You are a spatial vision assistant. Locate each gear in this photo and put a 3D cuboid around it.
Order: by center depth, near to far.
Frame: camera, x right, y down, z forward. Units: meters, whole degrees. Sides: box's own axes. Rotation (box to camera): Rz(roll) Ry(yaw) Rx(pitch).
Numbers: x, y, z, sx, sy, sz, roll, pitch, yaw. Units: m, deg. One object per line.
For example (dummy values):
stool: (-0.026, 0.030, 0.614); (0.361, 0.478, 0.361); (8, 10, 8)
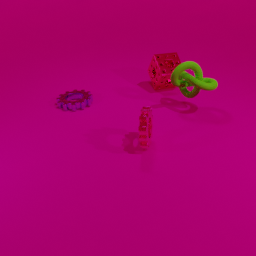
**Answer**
gear: (0.492, -0.015, 7.544); (0.204, 1.103, 1.103); (2, 31, 14)
gear: (-1.912, -1.020, 10.085); (1.272, 0.235, 1.272); (-3, 32, 2)

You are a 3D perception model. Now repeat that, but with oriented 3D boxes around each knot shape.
knot shape: (2.208, -1.523, 9.222); (1.449, 1.549, 0.716); (15, 75, 19)

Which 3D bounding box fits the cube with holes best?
cube with holes: (1.485, -2.237, 11.073); (0.992, 0.992, 0.992); (-10, 67, -16)
